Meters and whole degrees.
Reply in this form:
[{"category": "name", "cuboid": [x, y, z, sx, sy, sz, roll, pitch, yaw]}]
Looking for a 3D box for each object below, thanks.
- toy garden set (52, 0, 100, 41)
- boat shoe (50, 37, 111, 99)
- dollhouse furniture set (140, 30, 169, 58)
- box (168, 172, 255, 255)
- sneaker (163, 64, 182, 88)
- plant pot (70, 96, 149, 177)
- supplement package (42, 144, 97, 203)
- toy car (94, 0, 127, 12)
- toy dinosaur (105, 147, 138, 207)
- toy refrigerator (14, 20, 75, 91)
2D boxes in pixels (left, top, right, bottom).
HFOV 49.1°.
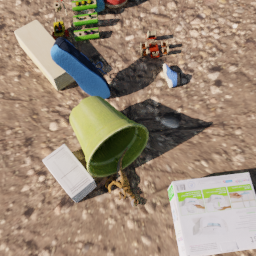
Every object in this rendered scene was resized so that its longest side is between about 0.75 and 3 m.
[{"category": "toy garden set", "cuboid": [-2.266, -4.829, 11.630, 1.951, 0.467, 2.340, -6, 86, 4]}, {"category": "boat shoe", "cuboid": [-1.421, -2.084, 9.690, 1.144, 2.718, 0.933, -16, 50, 23]}, {"category": "dollhouse furniture set", "cuboid": [1.039, -3.382, 11.458, 1.106, 0.570, 1.094, -6, 77, -3]}, {"category": "box", "cuboid": [2.572, 2.564, 8.272, 2.371, 1.146, 2.092, -7, 65, -3]}, {"category": "sneaker", "cuboid": [1.738, -2.079, 10.830, 0.571, 0.394, 1.027, -16, 70, -1]}, {"category": "plant pot", "cuboid": [-0.806, 0.105, 9.024, 2.193, 2.193, 2.016, -32, 57, -14]}, {"category": "supplement package", "cuboid": [-1.842, 1.463, 8.939, 0.899, 0.865, 1.580, -37, 71, -16]}, {"category": "toy car", "cuboid": [-0.817, -6.608, 11.853, 2.171, 2.355, 2.083, -27, 68, -11]}, {"category": "toy dinosaur", "cuboid": [-0.236, 1.682, 9.090, 1.002, 0.570, 1.887, -15, 78, -18]}, {"category": "toy refrigerator", "cuboid": [-3.131, -2.811, 10.874, 1.045, 0.963, 2.752, -37, 73, -16]}]
